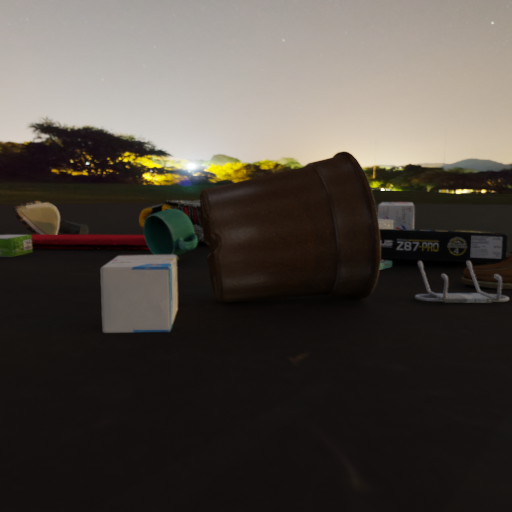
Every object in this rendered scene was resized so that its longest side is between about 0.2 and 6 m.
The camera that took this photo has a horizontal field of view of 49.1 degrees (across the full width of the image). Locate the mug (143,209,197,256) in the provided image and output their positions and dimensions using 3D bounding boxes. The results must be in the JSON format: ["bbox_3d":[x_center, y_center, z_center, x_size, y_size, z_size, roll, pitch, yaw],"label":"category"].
[{"bbox_3d":[-1.585,-0.380,10.880,0.686,1.110,0.912,-25,-21,-44],"label":"mug"}]

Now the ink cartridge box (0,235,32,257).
[{"bbox_3d":[-5.420,-0.223,11.849,1.047,0.397,0.774,0,7,10],"label":"ink cartridge box"}]

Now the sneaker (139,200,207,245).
[{"bbox_3d":[-1.604,-0.799,13.359,2.876,1.120,1.182,-5,-11,34],"label":"sneaker"}]

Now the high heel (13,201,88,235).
[{"bbox_3d":[-6.101,-0.982,15.213,1.886,0.945,2.646,10,-6,22],"label":"high heel"}]

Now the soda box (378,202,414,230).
[{"bbox_3d":[4.214,-1.116,16.862,1.012,0.946,2.970,2,7,15],"label":"soda box"}]

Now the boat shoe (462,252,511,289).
[{"bbox_3d":[3.832,0.127,8.008,1.804,0.613,0.649,-2,10,-5],"label":"boat shoe"}]

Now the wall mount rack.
[{"bbox_3d":[2.561,0.333,7.134,1.162,0.433,1.010,1,7,-2],"label":"wall mount rack"}]

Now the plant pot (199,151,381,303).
[{"bbox_3d":[0.308,-0.261,6.955,1.854,1.873,1.873,-8,8,-9],"label":"plant pot"}]

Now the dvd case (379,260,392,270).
[{"bbox_3d":[1.640,0.126,9.928,1.294,0.142,0.945,6,7,31],"label":"dvd case"}]

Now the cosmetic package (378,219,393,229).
[{"bbox_3d":[2.694,-0.608,13.988,1.038,0.640,1.041,-6,11,-38],"label":"cosmetic package"}]

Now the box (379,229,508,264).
[{"bbox_3d":[3.326,-0.209,10.665,2.452,0.602,1.976,2,2,16],"label":"box"}]

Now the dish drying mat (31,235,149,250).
[{"bbox_3d":[-3.931,-0.329,13.158,3.452,0.314,1.326,0,6,7],"label":"dish drying mat"}]

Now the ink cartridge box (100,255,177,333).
[{"bbox_3d":[-1.192,0.361,5.927,0.679,0.661,1.056,0,7,-3],"label":"ink cartridge box"}]
